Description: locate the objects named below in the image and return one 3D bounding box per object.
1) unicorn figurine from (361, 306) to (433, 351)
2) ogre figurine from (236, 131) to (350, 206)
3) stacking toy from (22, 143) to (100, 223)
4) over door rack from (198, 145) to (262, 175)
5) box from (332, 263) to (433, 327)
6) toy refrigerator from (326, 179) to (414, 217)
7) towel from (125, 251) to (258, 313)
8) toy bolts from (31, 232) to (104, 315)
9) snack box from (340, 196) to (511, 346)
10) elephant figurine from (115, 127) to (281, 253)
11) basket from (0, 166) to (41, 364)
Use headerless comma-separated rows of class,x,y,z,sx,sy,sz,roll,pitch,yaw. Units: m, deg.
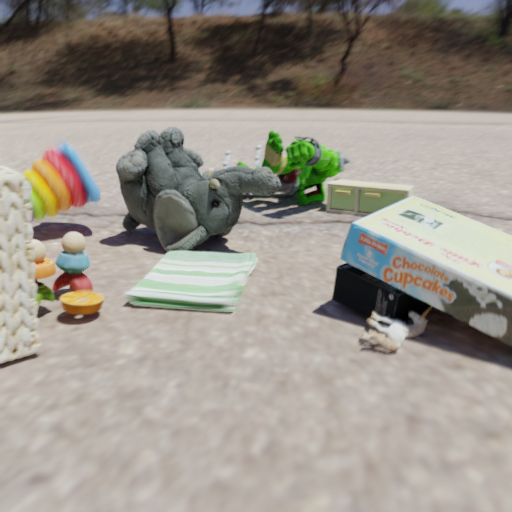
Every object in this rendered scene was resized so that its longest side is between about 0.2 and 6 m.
unicorn figurine,1.773,0.934,7.157,0.694,0.373,1.010,18,38,20
ogre figurine,0.817,-2.085,14.085,2.015,3.362,1.649,0,60,-32
stacking toy,-4.478,-1.123,11.106,2.405,1.320,1.396,-37,22,-24
over door rack,-0.667,-2.515,15.631,1.881,0.848,2.546,-9,9,8
box,2.000,0.406,8.139,1.502,0.592,1.060,-16,34,-40
toy refrigerator,2.663,-1.330,13.228,1.924,0.730,0.673,9,21,24
towel,-0.959,0.331,9.005,1.714,0.263,2.247,2,19,8
toy bolts,-2.656,0.187,7.938,1.252,0.909,1.311,7,14,7
snack box,3.091,0.269,7.348,3.458,0.642,2.009,29,31,29
elephant figurine,-1.174,-0.978,10.646,2.954,2.292,2.090,38,72,22
basket,-3.980,0.050,6.601,1.950,2.403,2.424,-11,20,-42
